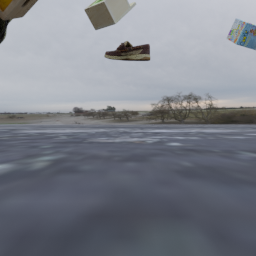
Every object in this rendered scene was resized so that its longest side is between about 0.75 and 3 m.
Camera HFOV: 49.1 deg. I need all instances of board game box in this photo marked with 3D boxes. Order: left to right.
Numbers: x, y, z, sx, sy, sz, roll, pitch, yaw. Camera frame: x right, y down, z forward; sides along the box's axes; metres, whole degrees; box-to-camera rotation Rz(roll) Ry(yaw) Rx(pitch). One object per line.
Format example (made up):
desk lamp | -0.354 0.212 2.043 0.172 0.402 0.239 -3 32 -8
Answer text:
board game box | 3.744 -2.742 8.386 1.256 0.659 0.647 10 30 -19

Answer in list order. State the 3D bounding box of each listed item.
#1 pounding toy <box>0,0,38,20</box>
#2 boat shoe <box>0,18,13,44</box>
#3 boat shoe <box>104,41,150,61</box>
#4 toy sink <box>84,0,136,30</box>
pounding toy | -2.927 -3.412 6.601 1.922 1.769 1.366 -35 15 22
boat shoe | -4.121 -3.125 8.583 0.796 0.732 2.227 42 -46 -21
boat shoe | -0.033 -2.934 10.650 2.016 0.726 0.727 11 14 36
toy sink | -0.547 -3.929 8.996 0.936 0.805 1.437 2 44 42
